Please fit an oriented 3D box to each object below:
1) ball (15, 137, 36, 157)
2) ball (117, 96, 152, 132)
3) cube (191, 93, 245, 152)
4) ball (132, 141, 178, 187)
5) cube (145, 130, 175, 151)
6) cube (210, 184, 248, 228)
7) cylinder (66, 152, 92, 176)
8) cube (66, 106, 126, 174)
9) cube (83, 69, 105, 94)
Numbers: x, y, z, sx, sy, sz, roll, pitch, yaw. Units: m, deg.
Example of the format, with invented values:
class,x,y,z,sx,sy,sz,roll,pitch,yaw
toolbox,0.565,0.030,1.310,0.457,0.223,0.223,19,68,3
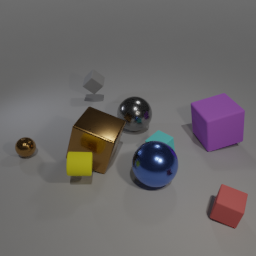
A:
class,x,y,z,sx,sy,sz,roll,pitch,yaw
ball,-3.587,0.668,9.819,0.700,0.700,0.700,0,31,0
ball,0.264,-0.559,11.171,1.400,1.400,1.400,0,31,0
cube,3.274,-0.226,10.350,1.400,1.400,1.400,-17,35,-4
ball,0.817,1.084,8.476,1.400,1.400,1.400,0,31,0
cube,1.119,0.633,9.720,0.700,0.700,0.700,-36,44,-26
cube,2.665,2.062,7.419,0.700,0.700,0.700,20,42,18
cylinder,-1.419,1.058,8.250,0.700,0.700,0.700,2,31,-5
cube,-1.053,0.381,9.328,1.400,1.400,1.400,22,34,3
cube,-1.598,-2.159,13.077,0.700,0.700,0.700,33,39,-29
